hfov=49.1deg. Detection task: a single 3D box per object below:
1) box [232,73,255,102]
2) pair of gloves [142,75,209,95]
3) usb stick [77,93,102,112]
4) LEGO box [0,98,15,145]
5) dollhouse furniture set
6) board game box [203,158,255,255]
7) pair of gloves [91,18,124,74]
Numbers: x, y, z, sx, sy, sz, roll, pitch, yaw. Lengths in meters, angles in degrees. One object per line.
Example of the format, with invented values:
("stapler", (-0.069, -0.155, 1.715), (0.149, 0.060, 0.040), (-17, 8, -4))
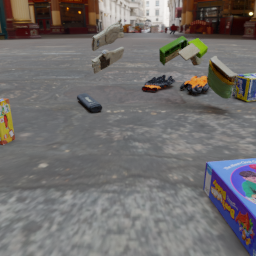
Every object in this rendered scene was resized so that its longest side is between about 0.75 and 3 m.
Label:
("box", (5.589, -1.710, 11.234), (2.699, 0.946, 0.868), (-7, 23, -18))
("pair of gloves", (2.239, -1.988, 12.801), (2.913, 0.360, 2.595), (4, 23, 19))
("usb stick", (-1.420, -0.934, 10.170), (0.493, 0.290, 1.780), (-9, 23, -22))
("LEGO box", (-3.439, -0.208, 7.192), (0.832, 1.117, 0.431), (8, 22, 21))
("dollhouse furniture set", (2.301, -1.971, 9.517), (1.060, 1.372, 2.746), (-34, 65, -9))
("board game box", (2.862, 1.121, 4.492), (2.694, 0.603, 1.811), (-3, 22, -8))
("pair of gloves", (-0.514, -1.982, 6.930), (0.221, 1.262, 1.073), (40, 63, 19))
